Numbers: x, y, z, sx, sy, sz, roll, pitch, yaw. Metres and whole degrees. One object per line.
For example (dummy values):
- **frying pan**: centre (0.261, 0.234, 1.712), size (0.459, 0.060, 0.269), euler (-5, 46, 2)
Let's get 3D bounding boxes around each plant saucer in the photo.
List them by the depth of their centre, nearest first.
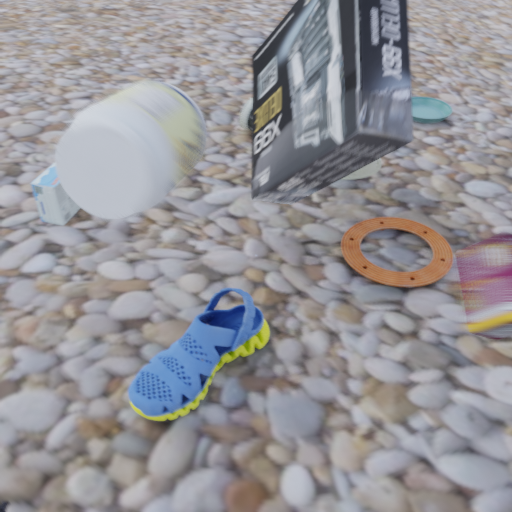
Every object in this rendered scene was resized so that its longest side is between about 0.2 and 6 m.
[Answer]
- **plant saucer**: centre (4.505, -3.867, 15.001), size (1.395, 0.251, 1.395), euler (0, 40, 0)

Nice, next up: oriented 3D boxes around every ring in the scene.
- **ring**: centre (2.584, -0.072, 10.366), size (2.038, 0.196, 2.038), euler (-1, 39, 1)

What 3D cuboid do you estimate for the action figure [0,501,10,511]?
- **action figure**: centre (-3.560, 2.941, 6.215), size (1.463, 0.746, 0.869), euler (2, 50, 0)

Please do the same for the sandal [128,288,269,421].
- **sandal**: centre (-0.809, 1.273, 7.998), size (1.002, 1.098, 2.521), euler (28, 48, 27)

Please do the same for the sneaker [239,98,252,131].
- **sneaker**: centre (0.943, -3.784, 14.426), size (1.444, 1.009, 2.903), euler (28, 51, 22)

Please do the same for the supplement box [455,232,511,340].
- **supplement box**: centre (2.812, 0.358, 6.476), size (0.540, 0.685, 1.046), euler (16, 61, -29)

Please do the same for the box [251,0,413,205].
- **box**: centre (0.983, -2.631, 8.912), size (0.906, 3.642, 2.872), euler (4, 81, -22)

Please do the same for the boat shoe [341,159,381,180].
- **boat shoe**: centre (1.453, -2.355, 12.549), size (2.744, 0.981, 0.820), euler (8, 45, 16)

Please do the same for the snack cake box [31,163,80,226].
- **snack cake box**: centre (-3.839, -1.476, 11.494), size (0.544, 0.930, 1.618), euler (11, 40, 13)

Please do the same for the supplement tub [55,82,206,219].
- **supplement tub**: centre (-1.600, -1.430, 7.443), size (1.428, 1.428, 1.970), euler (9, 30, 10)
